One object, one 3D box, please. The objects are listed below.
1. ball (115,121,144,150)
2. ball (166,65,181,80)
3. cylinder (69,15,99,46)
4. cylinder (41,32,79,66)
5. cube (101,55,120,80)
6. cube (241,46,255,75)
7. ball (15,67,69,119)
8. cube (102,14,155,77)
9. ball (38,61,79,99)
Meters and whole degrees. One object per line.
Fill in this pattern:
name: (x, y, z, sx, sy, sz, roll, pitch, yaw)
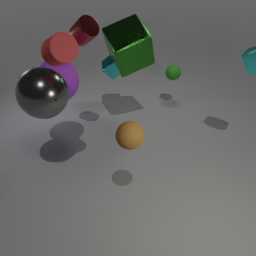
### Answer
ball: (0.046, 0.178, 6.778, 0.700, 0.700, 0.700, 0, 32, 0)
ball: (2.069, -2.530, 12.803, 0.700, 0.700, 0.700, 0, 32, 0)
cylinder: (-1.342, -2.974, 8.573, 0.700, 0.700, 0.700, -28, 7, -37)
cylinder: (-1.623, -1.849, 6.628, 0.700, 0.700, 0.700, -21, 16, -30)
cube: (-0.666, -2.719, 12.337, 0.700, 0.700, 0.700, -33, 46, 26)
cube: (4.129, -2.193, 8.842, 0.700, 0.700, 0.700, -11, 23, 47)
ball: (-2.310, -0.944, 7.605, 1.400, 1.400, 1.400, 0, 32, 0)
cube: (0.035, -3.035, 10.403, 1.400, 1.400, 1.400, -25, 60, -3)
ball: (-2.258, -1.508, 8.900, 1.400, 1.400, 1.400, 0, 32, 0)
